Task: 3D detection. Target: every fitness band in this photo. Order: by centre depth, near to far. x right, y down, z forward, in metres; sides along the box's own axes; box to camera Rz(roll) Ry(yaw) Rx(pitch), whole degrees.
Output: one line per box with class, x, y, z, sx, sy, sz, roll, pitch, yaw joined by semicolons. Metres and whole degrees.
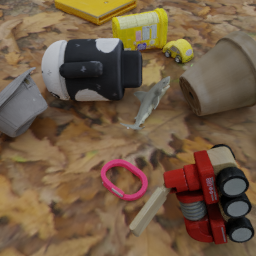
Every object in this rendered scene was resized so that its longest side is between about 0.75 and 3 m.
fitness band;-0.091;1.149;6.294;1.124;0.210;0.807;33;51;27

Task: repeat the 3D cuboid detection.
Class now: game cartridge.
game cartridge;-1.514;-5.739;12.877;2.965;0.481;2.613;30;53;29

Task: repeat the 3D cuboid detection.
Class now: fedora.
fedora;-2.718;-0.528;7.112;1.932;0.986;2.184;-44;16;13

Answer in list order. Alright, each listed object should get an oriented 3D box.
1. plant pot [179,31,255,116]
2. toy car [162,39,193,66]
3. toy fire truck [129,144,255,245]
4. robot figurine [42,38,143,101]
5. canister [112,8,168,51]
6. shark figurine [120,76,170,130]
plant pot;2.469;-1.249;7.608;1.804;2.079;2.079;-27;49;-2
toy car;2.383;-2.140;9.204;2.712;0.605;2.552;9;46;9
toy fire truck;1.087;1.403;4.939;1.952;1.718;1.256;-14;28;10
robot figurine;-0.992;-1.590;7.891;2.798;2.102;1.746;0;60;3
canister;0.401;-3.394;9.939;1.821;1.352;0.788;-13;47;-10
shark figurine;0.393;-0.637;7.615;0.747;1.069;1.789;35;76;0
